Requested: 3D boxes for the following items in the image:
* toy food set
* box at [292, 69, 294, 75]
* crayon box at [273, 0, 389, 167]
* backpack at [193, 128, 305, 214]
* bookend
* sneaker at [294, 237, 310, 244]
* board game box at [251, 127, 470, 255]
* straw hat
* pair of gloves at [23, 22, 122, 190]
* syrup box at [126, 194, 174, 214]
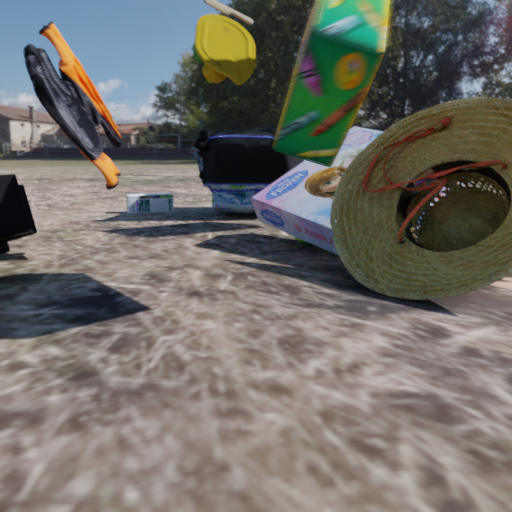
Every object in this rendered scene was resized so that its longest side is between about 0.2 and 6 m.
[{"bbox_3d":[-0.528,-3.068,8.369,0.941,1.599,0.522,16,-37,-20],"label":"toy food set"},{"bbox_3d":[1.558,-3.272,13.175,1.068,1.116,2.238,-6,-34,14],"label":"box"},{"bbox_3d":[0.997,-2.652,7.048,0.802,1.635,2.753,17,49,-3],"label":"crayon box"},{"bbox_3d":[-0.197,-2.460,16.270,3.016,2.422,3.296,-2,11,-3],"label":"backpack"},{"bbox_3d":[-4.372,-0.572,9.029,2.356,1.092,2.371,-12,5,27],"label":"bookend"},{"bbox_3d":[2.082,-0.644,11.472,2.691,1.125,0.997,-15,40,8],"label":"sneaker"},{"bbox_3d":[2.018,-1.315,10.801,3.113,0.641,3.106,-37,37,-22],"label":"board game box"},{"bbox_3d":[3.158,-0.578,8.701,3.926,3.926,1.662,13,-25,47],"label":"straw hat"},{"bbox_3d":[-3.279,-2.781,10.306,0.370,2.667,2.994,-25,33,6],"label":"pair of gloves"},{"bbox_3d":[-3.165,-1.562,16.682,1.347,0.530,0.549,-3,12,-16],"label":"syrup box"}]
